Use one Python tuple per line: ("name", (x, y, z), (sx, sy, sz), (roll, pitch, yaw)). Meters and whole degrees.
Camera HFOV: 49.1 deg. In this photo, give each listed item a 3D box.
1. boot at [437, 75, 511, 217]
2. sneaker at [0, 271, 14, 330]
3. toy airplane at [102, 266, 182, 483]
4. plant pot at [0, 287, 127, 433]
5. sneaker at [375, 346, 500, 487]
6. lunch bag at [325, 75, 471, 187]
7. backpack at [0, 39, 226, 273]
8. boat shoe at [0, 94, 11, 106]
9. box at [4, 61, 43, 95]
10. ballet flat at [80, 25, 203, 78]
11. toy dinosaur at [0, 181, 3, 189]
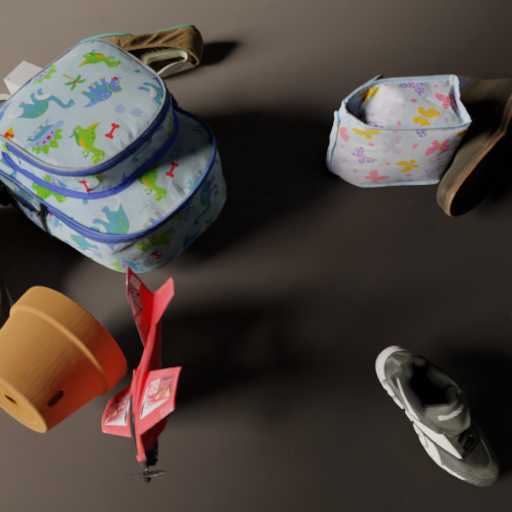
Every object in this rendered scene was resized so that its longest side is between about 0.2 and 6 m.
("boot", (3.951, -2.233, 10.774), (1.779, 1.372, 3.671), (26, 59, 32))
("sneaker", (-4.905, 0.135, 8.943), (1.239, 1.760, 3.313), (-20, 62, -11))
("toy airplane", (-1.515, 1.554, 7.687), (0.538, 2.924, 2.924), (6, 56, -30))
("plant pot", (-2.954, 1.555, 7.851), (1.870, 1.870, 1.309), (27, 52, 14))
("sneaker", (2.650, 2.289, 7.875), (0.788, 1.073, 2.372), (-36, 84, -12))
("lunch bag", (2.446, -2.257, 10.232), (2.210, 1.874, 1.405), (-6, 63, -2))
("backpack", (-2.416, -1.604, 9.437), (3.511, 2.580, 3.213), (34, 68, 16))
("boat shoe", (-4.465, -2.812, 11.270), (2.410, 0.877, 0.744), (-2, 83, -2))
("box", (-4.736, -3.586, 11.741), (0.664, 0.569, 0.661), (25, 63, 14))
("ballet flat", (-2.459, -4.265, 12.068), (2.759, 0.936, 0.998), (-11, 80, -11))
("toy dinosaur", (-4.887, -1.616, 10.506), (2.314, 1.020, 0.549), (-12, 20, -10))
